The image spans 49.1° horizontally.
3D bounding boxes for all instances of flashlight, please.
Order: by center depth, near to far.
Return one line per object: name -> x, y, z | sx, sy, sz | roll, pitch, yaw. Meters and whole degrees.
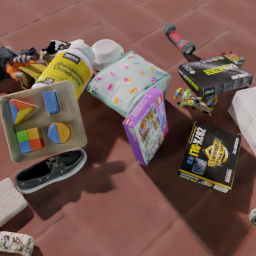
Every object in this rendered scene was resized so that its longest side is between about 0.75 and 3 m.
flashlight -> 2.405, -4.279, 13.316 | 0.694, 0.697, 2.050 | -34, 61, 9

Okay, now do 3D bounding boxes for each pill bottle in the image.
pill bottle -> -2.436, -2.068, 11.232 | 1.649, 1.649, 2.944 | 17, 57, 11

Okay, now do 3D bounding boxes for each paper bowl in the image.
paper bowl -> -0.994, -3.359, 12.654 | 1.603, 0.834, 1.603 | -1, 55, 1

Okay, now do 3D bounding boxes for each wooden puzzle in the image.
wooden puzzle -> -2.915, -0.243, 9.520 | 2.585, 0.599, 2.395 | -14, 87, -6
wooden puzzle -> 4.717, -3.214, 12.991 | 1.389, 0.098, 0.824 | -9, 55, -6

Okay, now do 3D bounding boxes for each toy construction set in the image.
toy construction set -> 2.747, -1.062, 11.095 | 1.760, 0.811, 1.154 | 5, 21, -5

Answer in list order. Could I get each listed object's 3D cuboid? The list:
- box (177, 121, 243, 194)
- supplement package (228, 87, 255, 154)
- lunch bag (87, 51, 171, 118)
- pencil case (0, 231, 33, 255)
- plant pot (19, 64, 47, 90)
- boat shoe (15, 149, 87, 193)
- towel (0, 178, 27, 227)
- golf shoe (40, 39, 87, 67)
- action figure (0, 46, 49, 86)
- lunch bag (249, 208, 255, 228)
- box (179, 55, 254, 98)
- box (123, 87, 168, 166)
box -> 2.886, 0.967, 9.795 | 1.758, 0.543, 2.202 | 18, 57, 14
supplement package -> 4.852, -0.297, 10.244 | 1.189, 1.235, 2.171 | -14, 57, -8
lunch bag -> 0.021, -1.538, 10.902 | 2.207, 1.580, 2.591 | 37, 55, 22
pencil case -> -3.430, 3.350, 8.105 | 1.359, 0.529, 0.608 | 6, 44, 4
plant pot -> -3.738, -2.091, 11.697 | 1.018, 1.011, 1.041 | 33, 48, 21
boat shoe -> -2.540, 1.354, 9.398 | 2.501, 0.708, 0.858 | -28, 60, -19
towel -> -4.261, 2.580, 8.796 | 1.902, 0.328, 1.260 | -37, 64, -23
golf shoe -> -2.858, -3.537, 12.604 | 0.935, 1.136, 2.404 | 36, 61, 24
action figure -> -4.740, -3.019, 12.035 | 2.718, 1.469, 2.809 | 21, 54, 14
lunch bag -> 5.018, 2.583, 7.878 | 2.559, 1.783, 2.146 | -29, 61, -19
box -> 3.582, -2.222, 11.716 | 2.253, 0.535, 2.176 | -15, 37, -10
box -> 0.669, 0.028, 9.257 | 0.457, 2.340, 1.601 | 24, 62, 28
